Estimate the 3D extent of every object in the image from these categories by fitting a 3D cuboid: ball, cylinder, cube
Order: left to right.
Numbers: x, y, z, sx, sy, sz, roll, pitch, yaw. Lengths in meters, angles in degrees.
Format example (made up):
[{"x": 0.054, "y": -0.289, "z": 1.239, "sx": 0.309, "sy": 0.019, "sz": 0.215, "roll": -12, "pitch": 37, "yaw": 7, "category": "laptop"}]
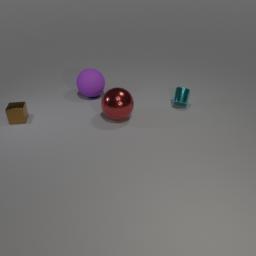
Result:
[{"x": -4.729, "y": -0.650, "z": 11.959, "sx": 0.700, "sy": 0.700, "sz": 0.700, "roll": -5, "pitch": 31, "yaw": -5, "category": "cube"}, {"x": -1.826, "y": -2.226, "z": 13.747, "sx": 1.400, "sy": 1.400, "sz": 1.400, "roll": 0, "pitch": 32, "yaw": 0, "category": "ball"}, {"x": -0.442, "y": -1.023, "z": 11.892, "sx": 1.400, "sy": 1.400, "sz": 1.400, "roll": 0, "pitch": 32, "yaw": 0, "category": "ball"}, {"x": 2.482, "y": -1.464, "z": 12.998, "sx": 0.700, "sy": 0.700, "sz": 0.700, "roll": 13, "pitch": -5, "yaw": 1, "category": "cylinder"}]
